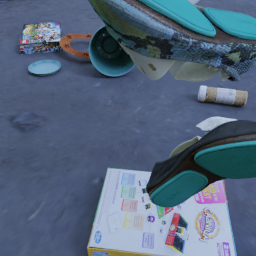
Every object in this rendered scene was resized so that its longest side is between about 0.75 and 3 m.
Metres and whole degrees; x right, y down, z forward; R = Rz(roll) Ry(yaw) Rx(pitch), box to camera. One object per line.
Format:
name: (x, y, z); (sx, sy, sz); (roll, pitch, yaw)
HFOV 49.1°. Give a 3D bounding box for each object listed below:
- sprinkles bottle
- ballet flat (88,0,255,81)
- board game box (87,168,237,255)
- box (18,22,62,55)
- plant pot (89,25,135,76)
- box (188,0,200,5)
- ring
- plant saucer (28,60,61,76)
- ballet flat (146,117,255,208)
sprinkles bottle: (2.644, -0.902, 7.871); (1.281, 0.437, 0.437); (9, 39, 11)
ballet flat: (0.648, -0.981, 3.297); (2.975, 1.104, 1.104); (0, 32, -37)
board game box: (0.579, 1.517, 4.782); (2.200, 0.444, 1.683); (5, 38, 6)
box: (-3.528, -3.722, 11.464); (1.576, 0.435, 2.307); (-7, 39, -9)
plant pot: (-0.527, -2.658, 9.293); (1.611, 1.611, 1.293); (-6, 25, -8)
box: (0.609, -2.787, 4.407); (0.809, 1.660, 1.032); (-35, 27, 9)
ring: (-1.537, -3.167, 10.623); (2.060, 0.198, 2.060); (10, 38, -8)
plant saucer: (-2.831, -2.042, 9.564); (1.084, 0.149, 1.084); (-1, 38, 0)
ballet flat: (0.604, 0.202, 2.153); (0.485, 1.428, 0.488); (29, 51, -21)
